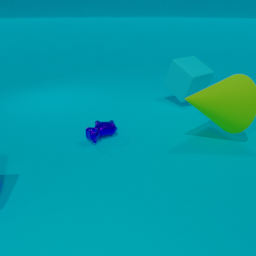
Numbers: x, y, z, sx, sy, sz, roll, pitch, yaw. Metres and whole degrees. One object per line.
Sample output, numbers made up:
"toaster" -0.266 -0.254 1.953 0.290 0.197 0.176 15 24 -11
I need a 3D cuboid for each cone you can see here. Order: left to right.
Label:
"cone" 2.197 -0.698 7.411 1.644 1.638 1.638 3 21 -22

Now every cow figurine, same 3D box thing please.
"cow figurine" -0.731 0.081 7.836 0.921 0.505 0.906 -5 20 -9

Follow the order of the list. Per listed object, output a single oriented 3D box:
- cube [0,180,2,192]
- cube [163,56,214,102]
"cube" -3.097 0.969 4.947 1.169 1.169 1.169 -2 24 -4
"cube" 2.236 -1.841 10.443 1.156 1.156 1.156 -17 52 -32
